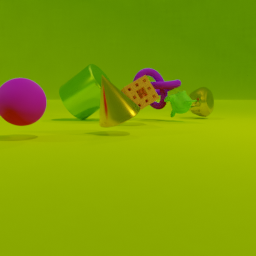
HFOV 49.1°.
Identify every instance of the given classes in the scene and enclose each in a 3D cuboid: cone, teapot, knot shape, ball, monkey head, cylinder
[{"bbox_3d":[-0.347,-0.653,5.755,0.941,0.945,0.941,-20,22,9],"label":"cone"},{"bbox_3d":[2.595,-0.922,10.256,0.866,1.099,1.768,-3,18,35],"label":"teapot"},{"bbox_3d":[0.900,-1.220,9.322,1.572,0.726,1.471,6,-34,-1],"label":"knot shape"},{"bbox_3d":[-1.960,-0.475,5.167,0.883,0.883,0.883,0,6,0],"label":"ball"},{"bbox_3d":[1.590,-0.773,8.899,0.827,0.693,1.149,-13,-17,-39],"label":"monkey head"},{"bbox_3d":[-1.352,-1.204,9.454,1.389,1.389,1.389,-33,-5,19],"label":"cylinder"}]

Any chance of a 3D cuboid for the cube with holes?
[{"bbox_3d":[0.275,-0.891,7.841,0.745,0.745,0.745,-32,2,-17],"label":"cube with holes"}]
